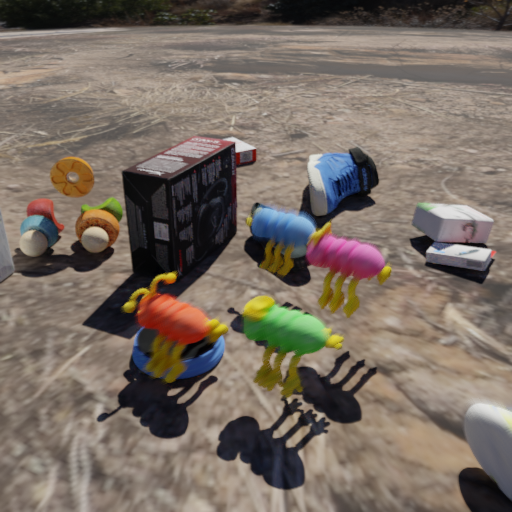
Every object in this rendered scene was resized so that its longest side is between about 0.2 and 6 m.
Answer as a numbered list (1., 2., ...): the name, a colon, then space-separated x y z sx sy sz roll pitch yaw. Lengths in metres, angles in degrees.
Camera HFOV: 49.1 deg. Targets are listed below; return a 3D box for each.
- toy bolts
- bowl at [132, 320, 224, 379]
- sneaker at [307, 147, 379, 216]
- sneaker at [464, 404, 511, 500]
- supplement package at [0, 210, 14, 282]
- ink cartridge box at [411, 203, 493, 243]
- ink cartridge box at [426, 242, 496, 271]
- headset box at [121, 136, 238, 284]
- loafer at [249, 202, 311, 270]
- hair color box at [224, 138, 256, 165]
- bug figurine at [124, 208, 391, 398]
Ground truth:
1. toy bolts: -3.346 -0.679 9.613 1.683 1.607 1.167 -17 34 6
2. bowl: -1.006 1.135 7.256 1.192 0.234 1.192 -1 26 0
3. sneaker: 1.836 -1.595 11.648 1.457 1.005 2.619 -5 20 9
4. sneaker: 2.985 1.993 5.168 1.065 0.768 2.028 -16 39 -33
5. supplement package: -4.721 0.017 8.330 1.218 1.227 1.617 7 29 14
6. ink cartridge box: 3.539 -0.596 10.114 1.125 0.474 0.821 0 25 -21
7. ink cartridge box: 3.485 -0.069 9.499 0.960 0.215 0.846 11 29 33
8. headset box: -1.130 -0.908 9.514 0.924 1.780 2.392 12 31 21
9. loafer: 0.367 -0.358 9.599 0.648 0.670 1.908 -22 33 -16
10. hair color box: -0.568 -2.710 14.476 0.646 0.372 1.164 -17 34 -28
11. bug figurine: 0.160 0.303 6.985 2.579 0.856 3.326 14 40 36
